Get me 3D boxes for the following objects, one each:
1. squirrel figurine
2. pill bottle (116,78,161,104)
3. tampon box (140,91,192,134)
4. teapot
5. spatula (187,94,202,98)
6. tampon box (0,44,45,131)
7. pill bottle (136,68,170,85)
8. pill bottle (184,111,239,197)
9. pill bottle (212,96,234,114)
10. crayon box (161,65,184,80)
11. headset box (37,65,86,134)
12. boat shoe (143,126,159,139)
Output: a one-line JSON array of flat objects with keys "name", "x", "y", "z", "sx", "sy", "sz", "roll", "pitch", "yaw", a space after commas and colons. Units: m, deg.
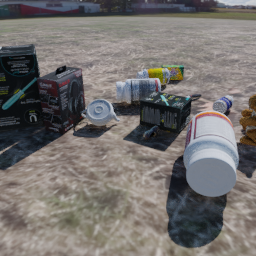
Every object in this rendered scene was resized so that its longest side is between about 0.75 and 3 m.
[{"name": "squirrel figurine", "x": 5.012, "y": -0.349, "z": 9.934, "sx": 1.943, "sy": 1.814, "sz": 1.375, "roll": 16, "pitch": 32, "yaw": 28}, {"name": "pill bottle", "x": 0.470, "y": -1.749, "z": 13.319, "sx": 2.042, "sy": 1.183, "sz": 1.183, "roll": -2, "pitch": 28, "yaw": -2}, {"name": "tampon box", "x": 1.509, "y": -0.672, "z": 11.320, "sx": 1.743, "sy": 1.100, "sz": 1.306, "roll": 15, "pitch": 31, "yaw": 27}, {"name": "teapot", "x": -1.139, "y": -0.532, "z": 11.380, "sx": 1.177, "sy": 0.871, "sz": 1.193, "roll": -35, "pitch": 66, "yaw": -15}, {"name": "spatula", "x": 2.914, "y": -1.466, "z": 13.716, "sx": 1.935, "sy": 0.199, "sz": 0.547, "roll": -15, "pitch": 51, "yaw": -29}, {"name": "tampon box", "x": -4.573, "y": -1.629, "z": 11.173, "sx": 2.191, "sy": 2.924, "sz": 1.846, "roll": -8, "pitch": 29, "yaw": -15}, {"name": "pill bottle", "x": 1.373, "y": -2.833, "z": 15.624, "sx": 1.726, "sy": 0.943, "sz": 0.943, "roll": -7, "pitch": 28, "yaw": -14}, {"name": "pill bottle", "x": 2.445, "y": 0.666, "z": 8.330, "sx": 1.507, "sy": 1.507, "sz": 2.750, "roll": 7, "pitch": 29, "yaw": 12}, {"name": "pill bottle", "x": 4.296, "y": -1.061, "z": 12.582, "sx": 0.637, "sy": 0.637, "sz": 1.100, "roll": 20, "pitch": 33, "yaw": 33}, {"name": "crayon box", "x": 2.642, "y": -3.310, "z": 16.715, "sx": 1.323, "sy": 0.786, "sz": 0.385, "roll": 0, "pitch": 28, "yaw": 2}, {"name": "headset box", "x": -2.539, "y": -1.247, "z": 11.034, "sx": 0.922, "sy": 2.387, "sz": 1.776, "roll": 11, "pitch": 29, "yaw": 20}, {"name": "boat shoe", "x": 0.928, "y": 0.190, "z": 10.570, "sx": 0.291, "sy": 0.323, "sz": 0.897, "roll": 34, "pitch": 37, "yaw": 27}]
